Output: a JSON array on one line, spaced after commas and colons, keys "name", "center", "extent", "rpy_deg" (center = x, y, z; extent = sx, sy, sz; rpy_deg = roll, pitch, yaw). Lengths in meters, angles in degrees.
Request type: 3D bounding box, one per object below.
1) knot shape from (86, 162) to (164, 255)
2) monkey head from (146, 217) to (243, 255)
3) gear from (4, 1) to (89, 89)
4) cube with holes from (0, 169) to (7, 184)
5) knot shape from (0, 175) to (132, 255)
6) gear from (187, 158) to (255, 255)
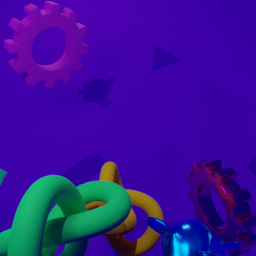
[{"name": "knot shape", "center": [-0.247, 1.347, 4.543], "extent": [1.495, 0.738, 1.598], "rpy_deg": [-2, 51, -52]}, {"name": "monkey head", "center": [0.794, 1.346, 3.142], "extent": [1.224, 0.881, 0.738], "rpy_deg": [17, 47, -4]}, {"name": "gear", "center": [-1.534, -1.581, 5.491], "extent": [1.611, 1.611, 0.298], "rpy_deg": [-34, 48, -20]}, {"name": "cube with holes", "center": [-2.333, 0.711, 3.644], "extent": [0.819, 0.819, 0.819], "rpy_deg": [11, 66, 29]}, {"name": "knot shape", "center": [-0.705, 1.125, 3.243], "extent": [1.654, 1.768, 0.817], "rpy_deg": [-30, 69, -37]}, {"name": "gear", "center": [1.400, 1.206, 4.349], "extent": [0.267, 1.443, 1.443], "rpy_deg": [-14, 58, -15]}]
